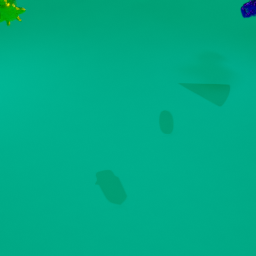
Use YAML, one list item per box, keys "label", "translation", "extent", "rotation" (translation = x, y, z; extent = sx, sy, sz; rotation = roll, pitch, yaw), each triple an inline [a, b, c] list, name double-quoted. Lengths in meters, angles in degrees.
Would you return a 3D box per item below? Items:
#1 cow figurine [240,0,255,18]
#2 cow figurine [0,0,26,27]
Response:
- label: "cow figurine"
  translation: [4.271, -4.057, 9.390]
  extent: [1.087, 0.606, 1.104]
  rotation: [-32, 15, -38]
- label: "cow figurine"
  translation: [-2.260, -2.358, 4.826]
  extent: [0.592, 1.061, 1.078]
  rotation: [-26, 13, -7]
